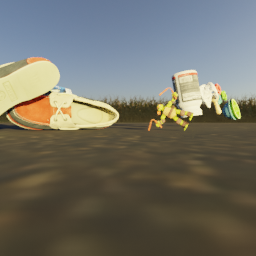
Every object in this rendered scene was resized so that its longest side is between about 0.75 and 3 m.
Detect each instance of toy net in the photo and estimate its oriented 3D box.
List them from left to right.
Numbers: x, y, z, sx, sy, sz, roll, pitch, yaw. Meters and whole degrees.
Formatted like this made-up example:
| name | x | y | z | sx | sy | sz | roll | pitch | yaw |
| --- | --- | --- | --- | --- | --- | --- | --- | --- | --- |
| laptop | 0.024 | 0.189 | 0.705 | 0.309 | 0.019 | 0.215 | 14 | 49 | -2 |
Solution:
| name | x | y | z | sx | sy | sz | roll | pitch | yaw |
| --- | --- | --- | --- | --- | --- | --- | --- | --- | --- |
| toy net | 3.210 | -1.137 | 9.806 | 0.499 | 1.355 | 2.583 | -17 | -24 | 35 |

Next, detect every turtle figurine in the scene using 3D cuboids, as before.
| name | x | y | z | sx | sy | sz | roll | pitch | yaw |
| --- | --- | --- | --- | --- | --- | --- | --- | --- | --- |
| turtle figurine | 0.874 | -0.259 | 5.696 | 0.786 | 0.974 | 0.314 | 28 | 12 | 9 |

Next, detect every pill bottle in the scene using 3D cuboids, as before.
| name | x | y | z | sx | sy | sz | roll | pitch | yaw |
| --- | --- | --- | --- | --- | --- | --- | --- | --- | --- |
| pill bottle | 1.717 | -0.960 | 8.073 | 0.738 | 1.274 | 0.738 | -10 | -1 | 0 |

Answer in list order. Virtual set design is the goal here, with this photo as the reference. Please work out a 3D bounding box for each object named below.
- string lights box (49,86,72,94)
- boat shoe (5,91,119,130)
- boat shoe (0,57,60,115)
| name | x | y | z | sx | sy | sz | roll | pitch | yaw |
| --- | --- | --- | --- | --- | --- | --- | --- | --- | --- |
| string lights box | -1.819 | -0.780 | 6.578 | 0.876 | 0.450 | 0.258 | 13 | 24 | -26 |
| boat shoe | -1.318 | -0.337 | 6.018 | 2.385 | 0.849 | 0.746 | 6 | -2 | -39 |
| boat shoe | -2.377 | -0.690 | 4.920 | 2.325 | 0.827 | 0.727 | -27 | 36 | -24 |
